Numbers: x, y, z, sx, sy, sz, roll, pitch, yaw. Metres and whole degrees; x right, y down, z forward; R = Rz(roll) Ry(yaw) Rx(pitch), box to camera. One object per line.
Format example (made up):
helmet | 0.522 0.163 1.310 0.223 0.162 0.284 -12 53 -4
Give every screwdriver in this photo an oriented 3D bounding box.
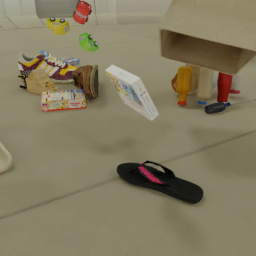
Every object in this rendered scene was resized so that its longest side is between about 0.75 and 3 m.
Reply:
screwdriver | 3.678 -0.881 9.736 2.431 0.339 0.354 -16 61 -23

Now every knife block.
knife block | -3.714 -1.683 11.333 1.630 1.430 0.521 53 42 1

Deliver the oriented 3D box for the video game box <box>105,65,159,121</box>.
video game box | 0.061 -0.623 4.853 0.215 0.837 0.918 -43 41 -8

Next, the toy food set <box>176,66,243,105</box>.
toy food set | 3.147 -1.412 10.346 2.939 1.322 1.403 1 7 -40

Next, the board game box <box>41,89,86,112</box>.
board game box | -2.300 -1.022 10.045 1.509 0.349 1.143 -5 27 -10

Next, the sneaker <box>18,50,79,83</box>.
sneaker | -3.395 -2.746 12.386 2.900 1.307 1.087 -1 27 -2

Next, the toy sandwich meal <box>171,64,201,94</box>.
toy sandwich meal | 2.317 -2.016 10.787 0.574 1.676 1.676 20 33 36

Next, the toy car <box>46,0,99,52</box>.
toy car | -1.234 -2.390 7.114 1.432 1.348 0.319 -9 53 33

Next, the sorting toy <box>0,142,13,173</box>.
sorting toy | -4.423 0.679 6.535 2.690 0.491 2.490 -20 33 -34

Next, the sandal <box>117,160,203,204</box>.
sandal | 0.658 1.008 5.941 1.937 0.437 0.728 15 30 27

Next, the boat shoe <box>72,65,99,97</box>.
boat shoe | -1.674 -1.836 10.983 1.010 1.068 2.970 -2 18 -5

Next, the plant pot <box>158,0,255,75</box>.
plant pot | 2.144 -2.787 7.082 2.247 1.991 2.249 16 1 8

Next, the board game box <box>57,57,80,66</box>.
board game box | -3.443 -3.511 15.073 0.986 0.251 1.456 16 31 28
